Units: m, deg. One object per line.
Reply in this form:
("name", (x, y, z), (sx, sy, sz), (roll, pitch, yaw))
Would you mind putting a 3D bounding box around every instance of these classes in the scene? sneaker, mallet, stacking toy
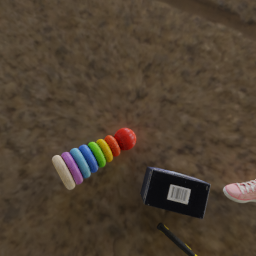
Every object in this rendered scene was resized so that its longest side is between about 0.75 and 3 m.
("sneaker", (3.378, 1.579, 7.522), (1.551, 0.584, 0.811), (10, 122, -12))
("mallet", (1.803, 3.466, 7.491), (2.570, 0.846, 0.529), (40, 83, 14))
("stacking toy", (-0.861, 0.725, 8.001), (2.427, 1.036, 1.036), (-29, 79, -18))

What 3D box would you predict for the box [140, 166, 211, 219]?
("box", (1.170, 1.642, 7.456), (1.506, 1.494, 0.928), (15, 84, 0))
